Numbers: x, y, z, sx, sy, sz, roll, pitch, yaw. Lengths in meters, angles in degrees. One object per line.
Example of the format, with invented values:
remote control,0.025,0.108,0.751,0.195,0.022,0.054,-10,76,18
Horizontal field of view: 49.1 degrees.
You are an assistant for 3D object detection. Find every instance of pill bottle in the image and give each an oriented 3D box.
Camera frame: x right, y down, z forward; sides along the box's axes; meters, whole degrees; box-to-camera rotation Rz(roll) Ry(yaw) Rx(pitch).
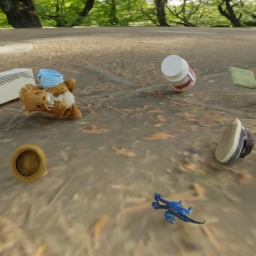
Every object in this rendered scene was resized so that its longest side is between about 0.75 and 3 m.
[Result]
pill bottle,1.812,-1.970,10.081,0.907,0.907,1.588,13,-3,28

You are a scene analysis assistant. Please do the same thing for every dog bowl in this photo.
dog bowl,-2.959,-1.910,10.677,0.850,0.378,1.525,-1,22,-29

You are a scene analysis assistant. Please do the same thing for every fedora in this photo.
fedora,-1.823,0.645,5.256,0.754,0.754,0.308,3,5,8

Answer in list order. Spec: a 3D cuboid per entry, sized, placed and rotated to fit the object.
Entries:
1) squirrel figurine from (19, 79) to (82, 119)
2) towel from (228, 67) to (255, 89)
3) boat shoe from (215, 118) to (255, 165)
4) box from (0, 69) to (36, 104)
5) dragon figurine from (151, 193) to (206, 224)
squirrel figurine,-2.327,-0.734,7.707,1.590,1.125,1.484,3,12,33
towel,3.878,-1.660,9.436,1.035,0.189,0.768,5,63,-20
boat shoe,2.300,0.308,5.859,0.638,0.708,1.968,37,24,8
box,-4.260,-1.280,9.155,0.988,0.822,2.405,7,27,29
dragon figurine,0.702,1.247,4.149,0.444,0.263,0.893,8,12,-30
